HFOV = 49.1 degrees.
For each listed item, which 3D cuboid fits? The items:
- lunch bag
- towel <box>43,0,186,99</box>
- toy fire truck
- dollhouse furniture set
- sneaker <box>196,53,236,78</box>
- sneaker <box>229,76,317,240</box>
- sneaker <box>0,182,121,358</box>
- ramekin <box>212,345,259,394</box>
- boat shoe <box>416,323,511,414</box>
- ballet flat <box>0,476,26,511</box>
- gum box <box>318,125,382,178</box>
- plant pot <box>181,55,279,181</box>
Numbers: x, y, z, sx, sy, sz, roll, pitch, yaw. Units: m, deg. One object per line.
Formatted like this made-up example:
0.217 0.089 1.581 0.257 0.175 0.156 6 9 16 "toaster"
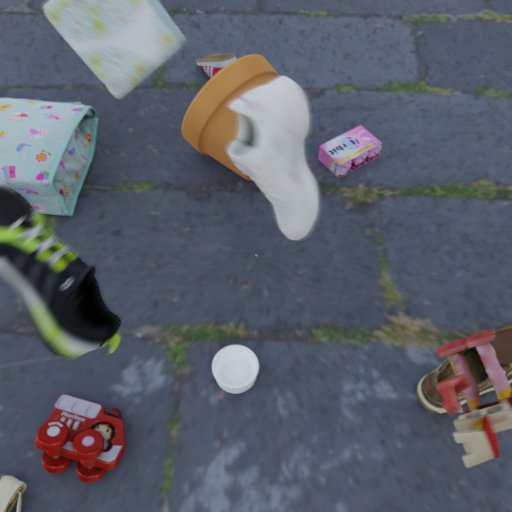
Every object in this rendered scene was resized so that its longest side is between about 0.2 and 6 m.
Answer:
-4.732 -2.278 11.964 2.187 1.566 2.568 5 60 5 "lunch bag"
-2.648 -4.363 10.550 1.813 2.118 0.510 -36 22 10 "towel"
-2.728 2.815 8.904 1.409 0.790 1.183 12 37 7 "toy fire truck"
2.854 1.695 7.098 0.813 1.998 1.075 -24 84 20 "dollhouse furniture set"
-0.914 -4.574 14.246 0.645 1.019 1.812 -29 30 -16 "sneaker"
0.215 -1.445 9.248 1.388 2.786 1.043 -25 33 -21 "sneaker"
-2.539 0.125 7.201 1.082 2.612 0.937 -18 20 25 "sneaker"
-0.354 1.976 9.657 0.793 0.387 0.793 0 55 0 "ramekin"
3.887 1.798 9.447 2.504 0.926 0.925 -29 60 -19 "boat shoe"
-3.795 4.024 8.168 0.540 0.540 1.555 7 55 5 "ballet flat"
2.152 -2.386 12.704 1.308 0.433 0.743 -30 59 -19 "gum box"
-0.144 -2.766 11.991 2.417 2.417 1.692 -37 80 -23 "plant pot"
